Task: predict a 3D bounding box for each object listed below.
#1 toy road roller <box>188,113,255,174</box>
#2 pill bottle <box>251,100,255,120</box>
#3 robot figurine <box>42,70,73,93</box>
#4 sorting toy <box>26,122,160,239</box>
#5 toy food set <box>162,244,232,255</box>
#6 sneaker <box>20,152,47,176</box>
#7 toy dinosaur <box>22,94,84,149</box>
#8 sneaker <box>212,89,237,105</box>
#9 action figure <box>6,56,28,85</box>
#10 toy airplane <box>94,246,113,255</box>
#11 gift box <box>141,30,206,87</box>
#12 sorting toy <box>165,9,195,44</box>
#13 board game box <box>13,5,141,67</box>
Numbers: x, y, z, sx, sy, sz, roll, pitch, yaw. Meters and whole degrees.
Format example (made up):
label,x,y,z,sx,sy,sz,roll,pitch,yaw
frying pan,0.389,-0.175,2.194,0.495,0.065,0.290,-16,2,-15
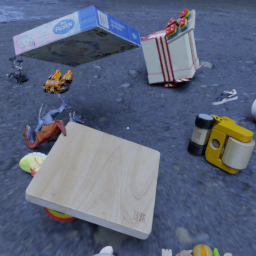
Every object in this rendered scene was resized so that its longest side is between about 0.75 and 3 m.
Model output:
label,x,y,z,sx,sy,sz,roll,pitch,yaw
toy road roller,3.185,0.329,9.216,1.587,1.336,2.174,-14,34,-40
pill bottle,5.710,-0.532,10.250,1.208,1.208,2.123,-15,20,-21
robot figurine,-3.440,-2.278,13.735,1.311,0.526,1.808,4,34,9
sorting toy,-0.749,1.393,7.354,2.830,0.991,2.847,19,35,-2
toy food set,1.560,3.024,6.042,1.604,0.322,1.107,2,34,3
sneaker,-2.456,1.336,8.183,1.946,0.761,0.879,14,39,19
toy dinosaur,-2.710,0.011,9.021,2.403,1.391,2.648,-38,6,17
sneaker,3.313,-1.081,9.697,0.893,0.355,0.350,-18,18,0
action figure,-5.627,-2.812,14.307,0.932,0.800,1.568,5,64,-46
toy airplane,-0.724,3.079,5.305,1.498,1.062,1.505,-14,37,-19
gift box,2.289,-3.458,13.665,2.653,2.477,2.448,0,29,29
sorting toy,1.449,-2.953,7.975,0.870,0.303,0.864,-22,42,40
board game box,-1.503,-2.796,9.134,2.961,0.645,2.975,-10,0,25
